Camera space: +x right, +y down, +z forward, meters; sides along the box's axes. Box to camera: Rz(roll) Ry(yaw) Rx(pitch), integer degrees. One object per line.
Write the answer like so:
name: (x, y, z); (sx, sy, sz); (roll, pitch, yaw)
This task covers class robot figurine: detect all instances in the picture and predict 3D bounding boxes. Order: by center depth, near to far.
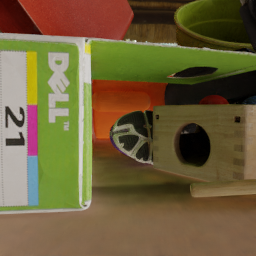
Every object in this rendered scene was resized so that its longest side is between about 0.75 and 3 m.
robot figurine: (-0.189, -0.536, 5.336); (2.597, 1.515, 1.868); (0, 44, -4)

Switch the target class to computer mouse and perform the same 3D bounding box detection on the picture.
computer mouse: (1.075, -0.356, 3.489); (0.728, 1.913, 2.763); (-24, 2, -14)

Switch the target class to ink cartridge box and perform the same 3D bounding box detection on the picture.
ink cartridge box: (-0.340, -0.066, 2.300); (2.491, 0.944, 1.841); (1, 3, -9)

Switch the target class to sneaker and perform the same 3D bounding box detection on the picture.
sneaker: (0.224, 0.167, 3.145); (0.571, 0.552, 1.369); (-15, -14, 33)

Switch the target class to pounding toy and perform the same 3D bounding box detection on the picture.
pounding toy: (0.871, 0.074, 2.129); (1.290, 0.672, 1.468); (-3, 5, -38)

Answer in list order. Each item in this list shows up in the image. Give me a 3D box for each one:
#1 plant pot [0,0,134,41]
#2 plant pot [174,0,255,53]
plant pot: (-1.614, -2.911, 7.180); (2.547, 2.890, 2.887); (-45, 35, -17)
plant pot: (2.026, -1.139, 5.733); (2.332, 2.245, 2.332); (-1, 41, 1)
